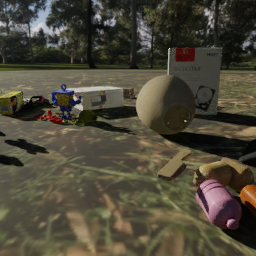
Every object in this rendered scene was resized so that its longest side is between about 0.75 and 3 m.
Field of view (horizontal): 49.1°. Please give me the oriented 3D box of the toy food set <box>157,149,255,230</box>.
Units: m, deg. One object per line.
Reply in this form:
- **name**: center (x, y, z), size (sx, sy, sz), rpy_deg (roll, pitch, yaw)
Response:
- **toy food set**: center (1.907, 1.057, 4.028), size (2.800, 0.441, 1.780), rpy_deg (16, 20, 25)

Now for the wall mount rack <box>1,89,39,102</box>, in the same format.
- **wall mount rack**: center (-5.259, -1.579, 13.732), size (1.707, 0.637, 1.484), rpy_deg (4, 16, 17)

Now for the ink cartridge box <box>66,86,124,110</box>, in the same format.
- **ink cartridge box**: center (-1.597, -1.313, 12.256), size (2.475, 0.833, 1.450), rpy_deg (-9, 17, -30)

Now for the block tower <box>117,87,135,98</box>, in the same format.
- **block tower**: center (-0.506, -1.999, 15.591), size (1.862, 0.538, 0.503), rpy_deg (10, 18, 31)

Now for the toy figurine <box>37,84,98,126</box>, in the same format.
- **toy figurine**: center (-2.146, -0.879, 9.731), size (2.117, 1.268, 1.117), rpy_deg (7, 16, 26)

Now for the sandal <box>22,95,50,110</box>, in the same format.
- **sandal**: center (-4.125, -1.214, 12.671), size (0.740, 0.444, 1.970), rpy_deg (2, 15, 8)

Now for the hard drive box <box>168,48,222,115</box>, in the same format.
- **hard drive box**: center (2.519, -1.838, 10.965), size (1.951, 2.503, 0.961), rpy_deg (1, 14, 8)

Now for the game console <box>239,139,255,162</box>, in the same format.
- **game console**: center (3.533, 0.604, 6.168), size (1.543, 1.021, 1.754), rpy_deg (39, 30, 18)

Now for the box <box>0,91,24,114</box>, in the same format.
- **box**: center (-4.819, -1.076, 11.660), size (0.476, 0.714, 1.898), rpy_deg (-3, 16, -5)

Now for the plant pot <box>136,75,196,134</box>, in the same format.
- **plant pot**: center (1.168, -0.483, 7.699), size (1.691, 1.691, 1.135), rpy_deg (-3, 26, -11)
